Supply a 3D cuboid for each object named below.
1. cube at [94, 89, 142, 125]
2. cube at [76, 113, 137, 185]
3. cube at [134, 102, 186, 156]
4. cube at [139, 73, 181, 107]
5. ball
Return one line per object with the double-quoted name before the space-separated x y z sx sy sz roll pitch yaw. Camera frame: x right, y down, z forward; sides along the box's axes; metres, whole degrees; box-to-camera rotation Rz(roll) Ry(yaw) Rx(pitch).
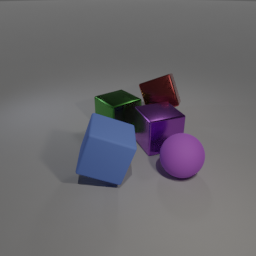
"cube" -0.413 -0.610 11.535 1.400 1.400 1.400 -19 34 -32
"cube" -0.657 0.614 8.466 1.400 1.400 1.400 17 27 -11
"cube" 1.130 -0.014 10.426 1.400 1.400 1.400 -10 30 -19
"cube" 1.460 -1.548 12.537 1.400 1.400 1.400 -16 8 17
"ball" 1.695 0.860 8.792 1.400 1.400 1.400 0 28 0
